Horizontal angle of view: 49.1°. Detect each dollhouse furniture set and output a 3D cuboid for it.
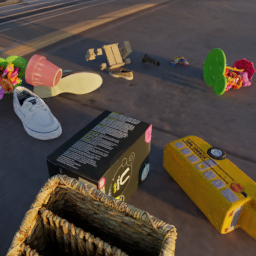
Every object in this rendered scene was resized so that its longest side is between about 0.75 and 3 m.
[{"bbox_3d":[-0.858,-3.213,12.927,2.010,1.042,0.890,-19,0,-24],"label":"dollhouse furniture set"}]

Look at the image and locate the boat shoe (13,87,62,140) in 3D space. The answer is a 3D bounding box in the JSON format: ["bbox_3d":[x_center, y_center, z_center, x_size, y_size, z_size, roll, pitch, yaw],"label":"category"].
[{"bbox_3d":[-3.064,-0.545,9.005,0.993,0.882,2.699,-29,45,-34],"label":"boat shoe"}]

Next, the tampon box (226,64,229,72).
[{"bbox_3d":[3.895,-2.339,11.832,0.623,0.525,0.831,7,36,10],"label":"tampon box"}]

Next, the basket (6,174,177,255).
[{"bbox_3d":[-0.707,2.185,4.378,2.461,1.833,1.756,20,40,25],"label":"basket"}]

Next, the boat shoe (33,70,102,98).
[{"bbox_3d":[-2.324,-1.792,10.767,2.601,0.926,0.814,-11,40,-5],"label":"boat shoe"}]

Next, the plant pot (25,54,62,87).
[{"bbox_3d":[-2.907,-1.907,9.822,0.964,1.077,1.077,21,37,0],"label":"plant pot"}]

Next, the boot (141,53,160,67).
[{"bbox_3d":[1.060,-3.044,12.844,0.863,0.343,0.992,30,2,9],"label":"boot"}]

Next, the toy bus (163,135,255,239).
[{"bbox_3d":[2.024,1.318,6.352,1.118,0.930,2.856,-16,39,-21],"label":"toy bus"}]

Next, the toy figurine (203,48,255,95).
[{"bbox_3d":[4.219,-2.135,11.099,1.805,1.472,1.961,1,60,-16],"label":"toy figurine"}]

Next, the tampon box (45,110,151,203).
[{"bbox_3d":[-0.532,0.874,6.388,1.345,1.596,2.130,20,40,25],"label":"tampon box"}]

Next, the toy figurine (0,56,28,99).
[{"bbox_3d":[-4.511,-1.287,9.560,2.201,1.652,2.026,-17,45,18],"label":"toy figurine"}]

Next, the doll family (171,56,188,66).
[{"bbox_3d":[2.439,-3.164,13.113,0.834,0.376,0.517,7,36,10],"label":"doll family"}]

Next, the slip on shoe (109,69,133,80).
[{"bbox_3d":[-0.298,-2.366,12.030,1.109,0.336,0.422,21,40,26],"label":"slip on shoe"}]
